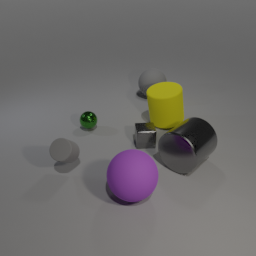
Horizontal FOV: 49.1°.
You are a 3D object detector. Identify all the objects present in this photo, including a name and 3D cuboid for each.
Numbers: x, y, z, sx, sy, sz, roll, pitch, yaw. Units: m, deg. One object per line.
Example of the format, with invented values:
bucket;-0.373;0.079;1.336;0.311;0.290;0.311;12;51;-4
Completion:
cylinder;-1.917;0.695;8.522;0.700;0.700;0.700;7;-9;12
ball;-1.559;-0.316;11.065;0.700;0.700;0.700;0;29;0
ball;1.212;-2.232;13.839;1.400;1.400;1.400;0;29;0
cylinder;1.515;-0.929;11.253;1.400;1.400;1.400;-8;34;5
cube;0.621;0.270;10.163;0.700;0.700;0.700;-2;30;-4
cylinder;1.910;0.533;8.959;1.400;1.400;1.400;23;37;35
ball;0.121;1.277;7.579;1.400;1.400;1.400;0;29;0
